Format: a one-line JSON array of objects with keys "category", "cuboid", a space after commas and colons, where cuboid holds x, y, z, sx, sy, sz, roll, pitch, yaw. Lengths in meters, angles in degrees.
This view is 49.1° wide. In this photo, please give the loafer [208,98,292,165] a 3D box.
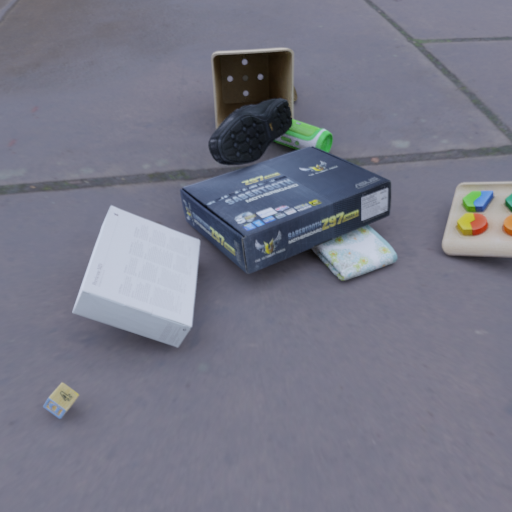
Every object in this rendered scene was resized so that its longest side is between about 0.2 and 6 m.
[{"category": "loafer", "cuboid": [-0.228, -2.706, 12.309, 1.089, 1.053, 3.101, -1, 27, 30]}]

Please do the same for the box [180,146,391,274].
[{"category": "box", "cuboid": [0.545, -1.080, 11.143, 3.361, 0.857, 2.651, -21, 33, -23]}]

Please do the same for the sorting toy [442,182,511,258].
[{"category": "sorting toy", "cuboid": [4.662, -0.789, 10.863, 1.796, 0.354, 1.941, 3, 48, 29]}]

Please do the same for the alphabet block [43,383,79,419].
[{"category": "alphabet block", "cuboid": [-2.797, 2.079, 8.036, 0.315, 0.313, 0.321, 39, 39, -4]}]

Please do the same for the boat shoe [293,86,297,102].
[{"category": "boat shoe", "cuboid": [0.670, -4.959, 16.148, 0.651, 0.694, 1.929, -31, 49, 15]}]

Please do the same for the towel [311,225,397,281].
[{"category": "towel", "cuboid": [1.788, -0.172, 10.814, 1.261, 0.355, 1.473, -21, 45, -19]}]

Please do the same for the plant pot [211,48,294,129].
[{"category": "plant pot", "cuboid": [-0.181, -4.470, 14.635, 2.013, 2.016, 1.785, -6, 31, -6]}]

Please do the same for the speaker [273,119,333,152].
[{"category": "speaker", "cuboid": [1.013, -2.949, 13.715, 1.658, 0.733, 0.733, 25, 47, 26]}]

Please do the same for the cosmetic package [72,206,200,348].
[{"category": "cosmetic package", "cuboid": [-1.904, 0.283, 9.401, 1.745, 0.598, 2.314, 24, 33, -18]}]
